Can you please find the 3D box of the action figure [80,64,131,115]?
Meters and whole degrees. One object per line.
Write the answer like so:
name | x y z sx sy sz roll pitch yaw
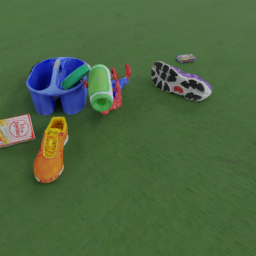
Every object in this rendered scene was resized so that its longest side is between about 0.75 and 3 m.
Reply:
action figure | -0.673 -1.679 9.907 0.976 1.481 2.992 -12 37 20

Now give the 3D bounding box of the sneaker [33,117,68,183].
sneaker | -2.135 0.524 7.647 0.823 0.870 2.254 -2 39 -4

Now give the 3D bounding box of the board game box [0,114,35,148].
board game box | -3.343 0.078 8.271 1.018 0.236 0.772 -15 78 -15

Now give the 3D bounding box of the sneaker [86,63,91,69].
sneaker | -2.334 -2.586 11.968 1.556 0.564 0.887 19 36 11

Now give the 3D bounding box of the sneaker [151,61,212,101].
sneaker | 2.009 -1.781 10.774 2.534 1.022 1.057 32 32 23

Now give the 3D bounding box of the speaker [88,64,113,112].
speaker | -0.846 -1.269 8.650 0.711 0.711 1.608 -4 48 -5

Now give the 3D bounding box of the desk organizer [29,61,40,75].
desk organizer | -3.785 -2.280 11.546 0.450 0.483 1.254 -9 39 -11

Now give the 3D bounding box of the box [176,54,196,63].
box | 2.702 -3.234 13.048 0.800 0.151 0.546 -9 39 -11

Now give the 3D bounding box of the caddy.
caddy | -2.431 -1.659 9.968 1.958 1.454 2.769 -3 38 -2

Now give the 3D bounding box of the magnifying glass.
magnifying glass | -1.799 -1.578 9.386 1.023 0.288 2.570 -40 7 -11
